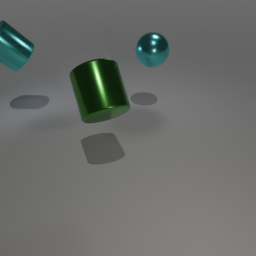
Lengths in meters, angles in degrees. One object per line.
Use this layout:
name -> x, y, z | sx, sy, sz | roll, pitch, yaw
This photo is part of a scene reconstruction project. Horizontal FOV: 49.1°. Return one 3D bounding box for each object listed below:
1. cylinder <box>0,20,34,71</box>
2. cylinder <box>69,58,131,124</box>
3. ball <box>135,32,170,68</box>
cylinder -> -4.658, -3.173, 10.925 | 1.400, 1.400, 1.400 | -24, 49, 30
cylinder -> -0.779, -0.997, 7.815 | 1.400, 1.400, 1.400 | -16, -8, -2
ball -> 1.002, -3.199, 11.517 | 1.400, 1.400, 1.400 | 0, 31, 0
